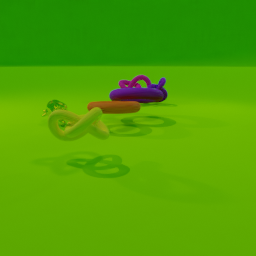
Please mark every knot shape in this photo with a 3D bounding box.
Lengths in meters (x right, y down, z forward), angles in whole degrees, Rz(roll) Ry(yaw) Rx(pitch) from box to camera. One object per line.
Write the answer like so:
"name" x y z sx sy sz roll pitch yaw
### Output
"knot shape" 1.186 -1.380 11.049 0.512 1.036 1.107 29 68 33
"knot shape" 0.216 -1.483 11.102 1.335 0.617 1.250 5 59 19
"knot shape" -0.859 -0.042 4.688 0.985 0.486 1.053 -3 -8 9

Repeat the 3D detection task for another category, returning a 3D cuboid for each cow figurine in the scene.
"cow figurine" -1.979 -0.468 7.544 0.976 0.991 0.544 31 69 22

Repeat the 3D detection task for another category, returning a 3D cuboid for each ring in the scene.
"ring" 0.239 -0.920 8.076 1.566 0.313 1.566 0 0 0
"ring" -0.352 -0.528 7.044 1.346 0.269 1.346 0 7 0
